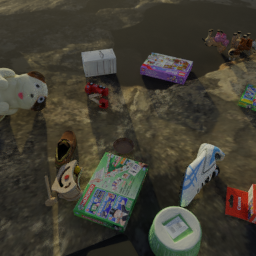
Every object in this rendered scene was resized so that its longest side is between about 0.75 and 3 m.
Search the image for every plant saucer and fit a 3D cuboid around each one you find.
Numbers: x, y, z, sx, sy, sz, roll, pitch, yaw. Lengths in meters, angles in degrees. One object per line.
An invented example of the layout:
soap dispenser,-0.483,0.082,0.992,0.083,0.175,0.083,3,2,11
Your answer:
plant saucer,-0.163,0.702,10.608,0.819,0.150,0.819,-1,45,1

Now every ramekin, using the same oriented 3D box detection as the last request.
ramekin,1.346,2.975,7.906,1.498,0.732,1.498,0,45,0

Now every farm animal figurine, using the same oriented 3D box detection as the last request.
farm animal figurine,5.611,-4.393,15.030,2.517,1.327,2.545,-18,39,-34

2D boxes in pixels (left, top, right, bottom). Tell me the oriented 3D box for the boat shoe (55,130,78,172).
boat shoe,-2.256,0.691,10.264,0.679,0.642,1.888,-2,45,-2

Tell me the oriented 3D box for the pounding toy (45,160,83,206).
pounding toy,-1.980,1.681,8.884,0.947,0.950,1.656,-12,40,24

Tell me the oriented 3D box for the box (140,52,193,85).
box,1.954,-3.046,14.147,2.286,0.447,1.564,18,48,17

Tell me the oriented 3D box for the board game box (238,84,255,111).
board game box,6.147,-1.151,12.354,2.141,0.312,1.441,23,49,21

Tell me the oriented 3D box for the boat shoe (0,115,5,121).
boat shoe,-5.800,-0.394,11.467,1.448,0.481,0.536,-26,51,-24

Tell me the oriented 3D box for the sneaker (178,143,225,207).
sneaker,2.418,1.523,9.224,0.966,0.958,2.667,22,50,25

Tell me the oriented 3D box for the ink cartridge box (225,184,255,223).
ink cartridge box,4.146,2.381,8.644,2.071,0.521,1.128,13,46,11

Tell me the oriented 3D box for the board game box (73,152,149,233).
board game box,-0.470,1.983,9.170,1.653,0.358,2.457,15,47,15

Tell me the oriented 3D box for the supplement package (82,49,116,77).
supplement package,-1.444,-3.269,14.038,1.583,0.928,0.925,-10,46,-10

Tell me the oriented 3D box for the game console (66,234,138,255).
game console,-0.721,4.185,7.055,2.469,1.437,2.171,-17,77,-16

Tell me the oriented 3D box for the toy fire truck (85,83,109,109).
toy fire truck,-1.409,-1.490,12.651,1.496,0.365,1.055,19,48,18

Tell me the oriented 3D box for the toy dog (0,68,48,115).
toy dog,-4.895,-1.459,11.730,2.982,2.081,2.891,3,6,4
